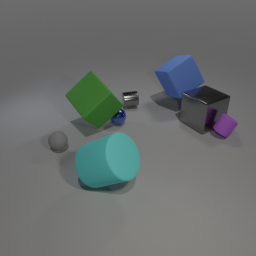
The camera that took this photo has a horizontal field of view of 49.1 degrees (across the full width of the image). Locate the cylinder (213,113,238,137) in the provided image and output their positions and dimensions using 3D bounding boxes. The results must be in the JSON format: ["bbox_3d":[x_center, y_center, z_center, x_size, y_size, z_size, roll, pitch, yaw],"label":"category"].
[{"bbox_3d":[3.863,-0.106,11.118,0.700,0.700,0.700,28,21,-12],"label":"cylinder"}]

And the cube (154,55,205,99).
[{"bbox_3d":[2.322,-2.351,12.763,1.400,1.400,1.400,-35,21,-8],"label":"cube"}]

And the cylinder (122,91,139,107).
[{"bbox_3d":[0.112,-1.370,13.261,0.700,0.700,0.700,-7,32,-8],"label":"cylinder"}]

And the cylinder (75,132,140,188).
[{"bbox_3d":[-0.605,0.973,8.297,1.400,1.400,1.400,-20,16,38],"label":"cylinder"}]

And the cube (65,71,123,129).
[{"bbox_3d":[-1.299,-1.078,11.042,1.400,1.400,1.400,-43,64,4],"label":"cube"}]

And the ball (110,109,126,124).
[{"bbox_3d":[-0.426,-0.501,11.933,0.700,0.700,0.700,0,31,0],"label":"ball"}]

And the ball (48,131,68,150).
[{"bbox_3d":[-2.568,0.459,10.265,0.700,0.700,0.700,0,31,0],"label":"ball"}]

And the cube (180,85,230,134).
[{"bbox_3d":[3.217,-0.808,11.859,1.400,1.400,1.400,-19,36,-28],"label":"cube"}]
